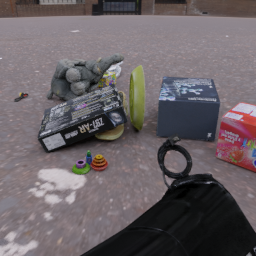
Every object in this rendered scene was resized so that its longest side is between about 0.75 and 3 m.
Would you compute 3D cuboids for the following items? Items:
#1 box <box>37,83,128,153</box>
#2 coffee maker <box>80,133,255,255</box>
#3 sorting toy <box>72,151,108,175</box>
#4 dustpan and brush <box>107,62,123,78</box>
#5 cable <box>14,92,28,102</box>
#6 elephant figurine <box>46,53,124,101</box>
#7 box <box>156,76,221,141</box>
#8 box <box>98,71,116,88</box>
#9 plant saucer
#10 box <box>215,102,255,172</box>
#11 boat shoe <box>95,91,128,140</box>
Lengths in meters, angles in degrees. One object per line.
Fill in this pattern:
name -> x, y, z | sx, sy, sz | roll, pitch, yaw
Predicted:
box -> -1.466, -0.419, 9.075 | 2.681, 0.584, 2.148 | -21, 28, 1
coffee maker -> 0.241, 1.812, 3.737 | 2.641, 1.779, 2.537 | -21, 63, -37
sorting toy -> -1.042, 0.907, 7.609 | 0.980, 0.402, 0.589 | -7, 28, -12
dustpan and brush -> -0.763, -3.308, 15.687 | 1.257, 0.515, 1.801 | 15, 31, 27
cable -> -4.678, -1.326, 12.317 | 0.409, 0.212, 0.842 | 17, 40, -4
elephant figurine -> -1.857, -2.306, 12.349 | 2.211, 2.017, 2.850 | 26, 41, 16
box -> 2.055, -0.780, 9.835 | 1.896, 1.368, 2.555 | 4, 28, 8
box -> -1.216, -2.429, 13.897 | 0.927, 0.587, 0.963 | 16, 30, 27
plant saucer -> 0.263, -0.996, 9.357 | 0.336, 2.165, 2.165 | -1, 27, -5
box -> 4.015, 0.432, 7.466 | 2.859, 1.365, 1.425 | 20, 33, 34
boat shoe -> -0.517, -0.457, 9.776 | 0.977, 0.843, 2.678 | 6, 28, 12
